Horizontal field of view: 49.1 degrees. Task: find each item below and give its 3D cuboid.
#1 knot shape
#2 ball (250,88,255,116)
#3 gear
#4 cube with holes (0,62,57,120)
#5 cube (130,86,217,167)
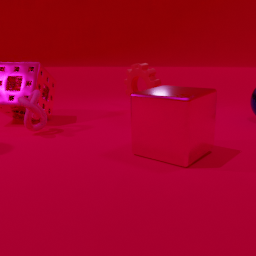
[{"bbox_3d":[-2.500,-0.506,7.299,0.516,1.118,1.046,-11,-9,-5],"label":"knot shape"},{"bbox_3d":[4.503,-0.825,8.575,1.396,1.396,1.396,0,14,0],"label":"ball"},{"bbox_3d":[0.533,-1.514,10.504,0.327,1.766,1.766,-20,23,-34],"label":"gear"},{"bbox_3d":[-3.233,-1.124,8.810,1.369,1.369,1.369,2,-15,8],"label":"cube with holes"},{"bbox_3d":[0.937,-0.124,5.738,1.285,1.285,1.285,11,20,37],"label":"cube"}]
